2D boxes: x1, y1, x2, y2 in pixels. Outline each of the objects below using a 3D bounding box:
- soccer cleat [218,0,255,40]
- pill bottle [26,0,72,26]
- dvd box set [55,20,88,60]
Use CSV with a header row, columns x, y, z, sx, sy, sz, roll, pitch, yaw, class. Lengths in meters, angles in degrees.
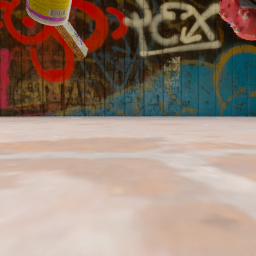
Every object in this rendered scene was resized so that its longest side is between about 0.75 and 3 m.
x,y,z,sx,sy,sz,roll,pitch,yaw,class
3.464,-3.400,8.349,1.052,0.918,2.752,18,41,-13,soccer cleat
-1.731,-3.504,6.447,1.043,1.043,2.001,-1,-41,-27,pill bottle
-2.153,-3.429,9.985,0.287,1.954,1.430,-32,26,11,dvd box set
